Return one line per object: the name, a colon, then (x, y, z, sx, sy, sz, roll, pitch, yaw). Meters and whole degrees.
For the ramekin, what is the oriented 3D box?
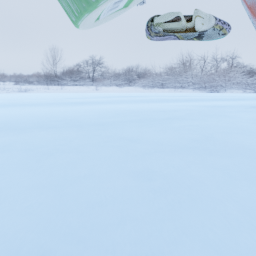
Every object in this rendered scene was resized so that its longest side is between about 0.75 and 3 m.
ramekin: (-0.443, -3.117, 5.922, 2.413, 1.179, 2.413, -28, 11, 6)

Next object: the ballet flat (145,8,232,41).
ballet flat: (1.719, -2.980, 8.091, 2.510, 0.903, 0.903, 0, 8, 11)

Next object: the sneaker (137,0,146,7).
sneaker: (0.405, -4.700, 9.952, 0.407, 0.622, 1.083, -13, 15, 14)

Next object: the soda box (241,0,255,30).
soda box: (2.331, -1.783, 4.388, 0.692, 2.025, 0.644, -23, -39, 25)
